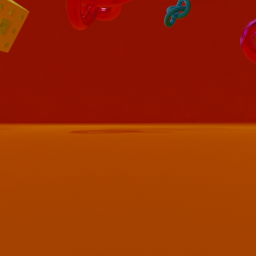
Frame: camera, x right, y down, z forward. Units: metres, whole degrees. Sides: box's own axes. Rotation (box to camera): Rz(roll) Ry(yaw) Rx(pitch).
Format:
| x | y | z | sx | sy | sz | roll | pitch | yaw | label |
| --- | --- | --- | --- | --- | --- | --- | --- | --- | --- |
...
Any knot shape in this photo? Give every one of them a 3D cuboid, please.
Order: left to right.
| x | y | z | sx | sy | sz | roll | pitch | yaw | label |
| --- | --- | --- | --- | --- | --- | --- | --- | --- | --- |
| -0.574 | -2.544 | 5.561 | 1.707 | 0.789 | 1.597 | -33 | 13 | -16 | knot shape |
| 1.709 | -4.053 | 9.696 | 1.113 | 0.514 | 1.042 | -37 | 22 | 28 | knot shape |
| 3.602 | -2.228 | 6.697 | 1.608 | 1.719 | 0.794 | 16 | 19 | -38 | knot shape |

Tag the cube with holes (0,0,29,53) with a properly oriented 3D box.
| x | y | z | sx | sy | sz | roll | pitch | yaw | label |
| --- | --- | --- | --- | --- | --- | --- | --- | --- | --- |
| -3.617 | -2.887 | 7.092 | 1.260 | 1.260 | 1.260 | 35 | 11 | 5 | cube with holes |
